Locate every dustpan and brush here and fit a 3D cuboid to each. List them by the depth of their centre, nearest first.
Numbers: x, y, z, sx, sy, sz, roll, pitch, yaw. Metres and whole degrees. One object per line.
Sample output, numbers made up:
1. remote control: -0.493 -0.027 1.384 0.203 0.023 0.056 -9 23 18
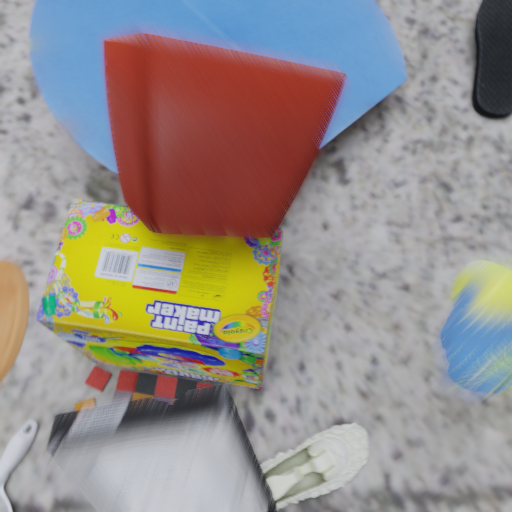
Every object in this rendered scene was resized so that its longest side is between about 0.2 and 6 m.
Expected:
1. dustpan and brush: -3.600 3.247 7.144 1.710 0.701 2.450 24 77 12

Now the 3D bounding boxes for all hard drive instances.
1. hard drive: -0.581 1.668 4.099 1.210 1.732 0.328 -11 40 6

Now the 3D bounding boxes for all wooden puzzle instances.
1. wooden puzzle: -1.374 2.367 7.671 2.413 0.170 1.431 8 68 3

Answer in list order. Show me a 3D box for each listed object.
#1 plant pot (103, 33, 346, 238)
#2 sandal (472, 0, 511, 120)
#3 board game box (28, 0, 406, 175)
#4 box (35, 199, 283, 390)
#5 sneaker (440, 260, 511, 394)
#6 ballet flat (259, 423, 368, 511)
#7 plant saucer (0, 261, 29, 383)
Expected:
1. plant pot: -0.499 -1.151 5.638 1.899 1.901 1.675 1 107 -26
2. sandal: 4.254 -3.631 9.928 0.992 0.632 2.640 13 81 4
3. board game box: -0.582 -3.156 9.277 4.674 1.152 5.915 45 65 10
4. box: -1.010 0.610 7.177 2.481 2.390 1.514 8 68 4
5. sneaker: 2.389 0.801 4.805 0.877 2.315 1.216 26 92 -12
6. ballet flat: 0.597 2.822 7.222 2.098 0.753 0.753 -25 70 -10
7. plant saucer: -2.015 0.505 4.096 0.998 0.187 0.998 -15 66 36
